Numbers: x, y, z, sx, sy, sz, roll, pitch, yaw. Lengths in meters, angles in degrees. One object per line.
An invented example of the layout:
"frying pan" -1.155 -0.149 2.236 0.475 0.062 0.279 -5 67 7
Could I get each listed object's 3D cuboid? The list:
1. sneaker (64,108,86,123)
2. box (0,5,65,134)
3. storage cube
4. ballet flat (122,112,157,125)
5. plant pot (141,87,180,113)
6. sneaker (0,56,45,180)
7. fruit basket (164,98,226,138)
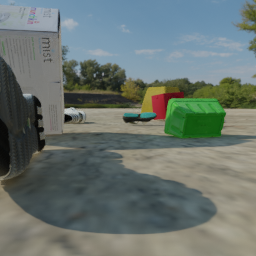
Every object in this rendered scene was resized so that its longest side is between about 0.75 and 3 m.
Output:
"sneaker" -2.423 -0.499 10.937 0.906 0.594 1.574 -2 7 -42
"box" -2.529 -1.110 5.922 2.265 2.567 1.241 -2 43 -12
"storage cube" 1.759 -0.953 12.267 1.053 1.107 1.231 -7 4 -26
"ballet flat" 0.407 -0.323 9.682 1.183 0.405 0.402 1 35 9
"plant pot" 2.031 -1.493 16.147 1.933 1.705 1.933 6 8 45
"sneaker" -1.950 0.029 2.986 1.730 1.124 2.996 -6 -5 -9
"fruit basket" 1.432 -0.236 6.549 1.381 0.996 1.381 5 22 -2
